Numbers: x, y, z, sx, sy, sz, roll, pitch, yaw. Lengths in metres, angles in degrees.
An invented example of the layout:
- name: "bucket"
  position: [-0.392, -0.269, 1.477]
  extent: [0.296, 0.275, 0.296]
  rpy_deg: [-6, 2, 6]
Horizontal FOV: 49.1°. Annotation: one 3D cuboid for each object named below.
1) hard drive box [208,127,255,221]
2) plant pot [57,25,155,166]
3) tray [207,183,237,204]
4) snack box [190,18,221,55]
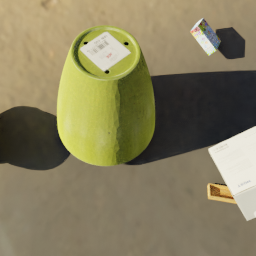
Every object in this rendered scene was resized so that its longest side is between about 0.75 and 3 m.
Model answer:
- name: "hard drive box"
  position: [2.692, 0.814, 5.891]
  extent: [1.433, 1.838, 0.706]
  rpy_deg: [-28, 110, 13]
- name: "plant pot"
  position: [-0.478, -0.759, 6.016]
  extent: [2.479, 2.649, 2.479]
  rpy_deg: [1, 65, -3]
- name: "tray"
  position: [2.292, 1.567, 6.672]
  extent: [0.755, 0.140, 0.372]
  rpy_deg: [8, 45, 4]
- name: "snack box"
  position: [2.142, -2.507, 7.676]
  extent: [0.840, 0.284, 0.708]
  rpy_deg: [48, 45, -13]
